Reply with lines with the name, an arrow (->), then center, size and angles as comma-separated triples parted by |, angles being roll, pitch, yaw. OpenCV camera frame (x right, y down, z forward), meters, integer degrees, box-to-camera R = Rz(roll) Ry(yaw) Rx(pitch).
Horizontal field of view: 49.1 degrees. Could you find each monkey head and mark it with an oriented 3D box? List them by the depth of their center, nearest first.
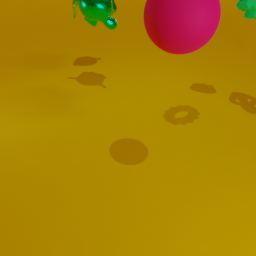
monkey head -> -1.077, -3.633, 8.587 | 1.887, 1.357, 1.137 | 36, 43, -6

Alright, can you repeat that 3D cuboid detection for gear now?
gear -> 2.512, -2.732, 5.264 | 1.292, 1.292, 0.239 | -20, 25, -26

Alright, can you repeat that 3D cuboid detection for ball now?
ball -> 0.742, -1.566, 3.902 | 1.052, 1.052, 1.052 | 0, 35, 0

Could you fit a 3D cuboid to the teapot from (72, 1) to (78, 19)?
teapot -> -1.418, -4.679, 10.198 | 1.783, 0.873, 1.109 | -33, 36, -1
